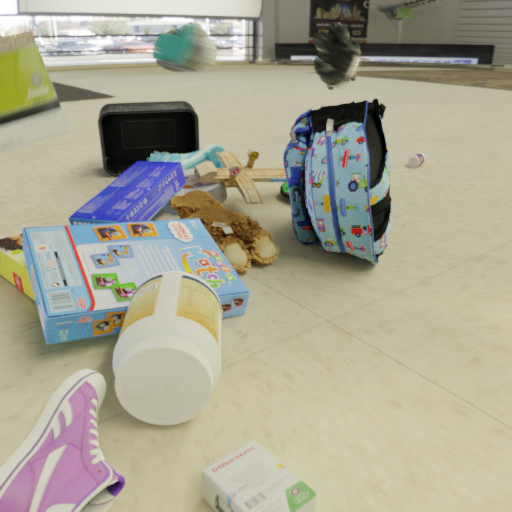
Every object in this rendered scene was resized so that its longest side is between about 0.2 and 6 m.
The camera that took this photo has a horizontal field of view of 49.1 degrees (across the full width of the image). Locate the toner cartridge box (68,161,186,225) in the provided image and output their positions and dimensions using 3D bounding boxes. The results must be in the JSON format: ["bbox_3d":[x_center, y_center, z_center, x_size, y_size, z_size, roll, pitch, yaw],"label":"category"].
[{"bbox_3d":[-2.712,-1.232,12.186,1.261,0.573,2.654,5,36,25],"label":"toner cartridge box"}]

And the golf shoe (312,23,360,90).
[{"bbox_3d":[1.381,-3.051,9.076,0.745,0.906,1.917,-14,37,17],"label":"golf shoe"}]

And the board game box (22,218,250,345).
[{"bbox_3d":[-1.920,0.243,8.821,3.006,0.550,2.274,-6,37,-27],"label":"board game box"}]

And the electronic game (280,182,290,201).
[{"bbox_3d":[1.491,-1.651,14.079,1.793,0.373,1.793,0,25,0],"label":"electronic game"}]

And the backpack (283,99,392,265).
[{"bbox_3d":[1.606,-1.273,10.770,2.006,2.722,2.982,-4,35,12],"label":"backpack"}]

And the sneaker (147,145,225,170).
[{"bbox_3d":[-2.010,-2.538,15.292,1.637,0.997,2.508,13,27,24],"label":"sneaker"}]

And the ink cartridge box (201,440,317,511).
[{"bbox_3d":[0.008,2.306,5.397,0.687,0.413,0.945,-19,32,-36],"label":"ink cartridge box"}]

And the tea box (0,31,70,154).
[{"bbox_3d":[-3.327,-2.029,7.165,1.321,1.300,0.883,-25,25,-23],"label":"tea box"}]

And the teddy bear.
[{"bbox_3d":[-0.699,-0.387,11.002,2.611,0.872,1.893,25,41,29],"label":"teddy bear"}]

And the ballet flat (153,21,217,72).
[{"bbox_3d":[-1.350,-4.263,11.631,1.023,1.023,2.844,-10,21,-21],"label":"ballet flat"}]

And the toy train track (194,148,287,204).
[{"bbox_3d":[0.342,-2.131,13.484,3.693,0.601,2.118,-4,43,-27],"label":"toy train track"}]

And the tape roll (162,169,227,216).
[{"bbox_3d":[-1.512,-1.555,13.390,1.597,0.527,1.597,-6,31,3],"label":"tape roll"}]

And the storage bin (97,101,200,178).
[{"bbox_3d":[-3.044,-3.366,16.043,2.734,1.848,1.282,-5,25,-12],"label":"storage bin"}]

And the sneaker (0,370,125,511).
[{"bbox_3d":[-1.764,2.032,5.797,1.117,0.710,1.958,10,34,8],"label":"sneaker"}]

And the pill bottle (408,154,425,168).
[{"bbox_3d":[4.829,-2.865,16.760,0.351,0.351,0.630,18,30,33],"label":"pill bottle"}]

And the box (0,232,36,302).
[{"bbox_3d":[-3.804,0.200,9.765,2.385,0.598,0.898,23,32,39],"label":"box"}]

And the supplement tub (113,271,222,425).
[{"bbox_3d":[-1.069,1.097,6.995,1.282,1.282,1.775,-1,25,-2],"label":"supplement tub"}]
